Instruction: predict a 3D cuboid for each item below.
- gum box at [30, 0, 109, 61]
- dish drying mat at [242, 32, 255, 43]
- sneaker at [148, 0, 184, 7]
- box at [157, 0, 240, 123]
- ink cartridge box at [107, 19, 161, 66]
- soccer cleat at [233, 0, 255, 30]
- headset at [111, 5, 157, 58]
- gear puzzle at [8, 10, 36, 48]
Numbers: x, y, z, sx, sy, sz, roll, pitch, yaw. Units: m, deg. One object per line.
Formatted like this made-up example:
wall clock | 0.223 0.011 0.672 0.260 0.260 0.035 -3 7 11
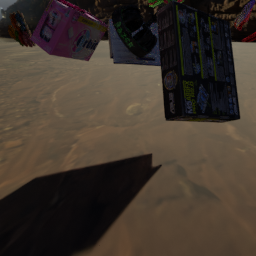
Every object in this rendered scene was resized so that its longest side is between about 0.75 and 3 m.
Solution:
gum box | -0.874 -1.495 4.358 0.415 0.712 1.255 38 19 10
dish drying mat | 3.810 -2.658 7.775 0.699 0.166 1.820 -19 5 5
sneaker | 1.610 -5.295 11.304 0.783 0.717 1.869 -25 32 -30
box | 1.416 -1.199 5.520 1.716 2.141 0.474 0 -8 -35
ink cartridge box | 0.531 -3.187 10.955 2.532 0.558 2.579 2 57 -11
soccer cleat | 2.988 -2.866 7.094 0.278 0.816 0.299 -15 65 -26
headset | 0.432 -3.390 9.428 1.291 1.697 2.747 -28 13 26
gear puzzle | -2.433 -2.118 6.093 0.186 0.737 1.422 -31 31 -24
